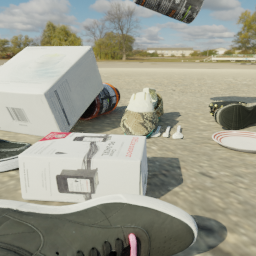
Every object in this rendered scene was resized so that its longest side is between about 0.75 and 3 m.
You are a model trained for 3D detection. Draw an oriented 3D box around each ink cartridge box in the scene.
[{"bbox_3d":[-0.569,0.569,4.343,1.718,0.716,1.248,2,15,6],"label":"ink cartridge box"}]

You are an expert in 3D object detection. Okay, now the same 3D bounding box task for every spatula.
[{"bbox_3d":[1.074,0.103,7.487,0.803,0.093,1.154,-2,13,14],"label":"spatula"}]

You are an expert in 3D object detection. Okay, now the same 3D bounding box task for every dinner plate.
[{"bbox_3d":[2.687,0.322,6.411,1.481,0.179,1.481,-1,14,0],"label":"dinner plate"}]

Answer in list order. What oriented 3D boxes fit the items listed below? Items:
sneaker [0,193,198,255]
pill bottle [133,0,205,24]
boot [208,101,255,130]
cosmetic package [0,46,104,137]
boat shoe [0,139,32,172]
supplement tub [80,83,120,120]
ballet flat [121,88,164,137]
[{"bbox_3d":[-0.439,1.149,2.257,2.215,0.783,1.098,1,24,-4],"label":"sneaker"},{"bbox_3d":[0.951,-3.975,8.010,2.358,1.253,1.253,16,12,-11],"label":"pill bottle"},{"bbox_3d":[2.930,-0.441,8.444,1.991,0.719,1.503,-9,13,-31],"label":"boot"},{"bbox_3d":[-2.299,-1.096,7.629,2.328,1.435,2.335,6,42,24],"label":"cosmetic package"},{"bbox_3d":[-2.784,0.353,5.109,2.217,0.757,0.818,-2,15,-8],"label":"boat shoe"},{"bbox_3d":[-1.011,-0.978,9.635,1.093,1.093,2.044,6,15,23],"label":"supplement tub"},{"bbox_3d":[0.472,-0.583,8.021,0.999,1.109,2.946,7,16,15],"label":"ballet flat"}]
